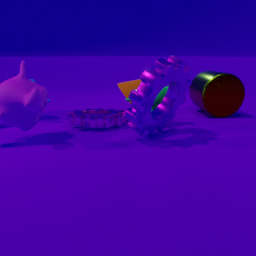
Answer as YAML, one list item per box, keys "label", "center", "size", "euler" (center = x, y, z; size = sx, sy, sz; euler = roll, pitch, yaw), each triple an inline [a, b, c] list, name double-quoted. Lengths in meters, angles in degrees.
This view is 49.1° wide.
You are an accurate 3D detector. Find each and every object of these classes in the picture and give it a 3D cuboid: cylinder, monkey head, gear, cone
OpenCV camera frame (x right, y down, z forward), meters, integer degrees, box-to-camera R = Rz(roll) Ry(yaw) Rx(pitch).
- label: "cylinder"
  center: [2.795, -1.121, 8.947]
  size: [1.333, 1.333, 1.333]
  euler: [-2, 15, -6]
- label: "monkey head"
  center: [-3.047, -0.828, 8.169]
  size: [1.674, 1.009, 1.204]
  euler: [-13, 11, 40]
- label: "gear"
  center: [-0.859, -0.302, 7.768]
  size: [1.577, 0.292, 1.577]
  euler: [0, 11, 0]
- label: "cone"
  center: [0.506, -1.250, 8.646]
  size: [1.197, 1.193, 1.193]
  euler: [-37, 13, 8]
- label: "monkey head"
  center: [0.737, -0.747, 7.786]
  size: [1.472, 0.887, 1.059]
  euler: [-19, -8, 15]
- label: "gear"
  center: [0.733, -0.680, 6.377]
  size: [0.346, 1.872, 1.872]
  euler: [37, 34, 29]
- label: "monkey head"
  center: [-2.371, -0.629, 6.073]
  size: [1.102, 1.829, 1.316]
  euler: [25, -18, -10]
